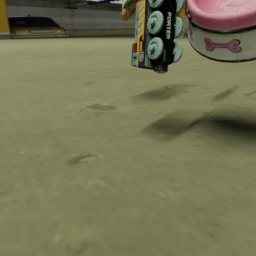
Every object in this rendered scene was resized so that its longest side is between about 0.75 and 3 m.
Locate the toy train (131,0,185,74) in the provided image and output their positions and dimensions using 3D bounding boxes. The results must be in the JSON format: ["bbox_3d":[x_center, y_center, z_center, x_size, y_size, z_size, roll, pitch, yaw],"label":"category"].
[{"bbox_3d":[0.593,-2.184,6.162,0.846,1.986,1.132,-3,7,-36],"label":"toy train"}]

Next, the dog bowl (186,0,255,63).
[{"bbox_3d":[2.368,-2.600,5.655,2.593,0.956,2.593,-16,51,20],"label":"dog bowl"}]

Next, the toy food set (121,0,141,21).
[{"bbox_3d":[0.501,-4.197,8.892,1.693,0.412,1.676,-37,2,-23],"label":"toy food set"}]
